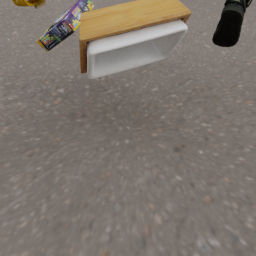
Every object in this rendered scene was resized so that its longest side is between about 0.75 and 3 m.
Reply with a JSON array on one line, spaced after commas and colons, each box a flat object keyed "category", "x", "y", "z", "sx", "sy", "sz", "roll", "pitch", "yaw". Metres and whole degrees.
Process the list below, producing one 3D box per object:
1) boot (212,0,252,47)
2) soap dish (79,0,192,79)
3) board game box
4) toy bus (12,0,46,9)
[{"category": "boot", "x": 3.236, "y": -3.549, "z": 8.472, "sx": 0.779, "sy": 2.070, "sz": 1.548, "roll": 18, "pitch": 77, "yaw": 9}, {"category": "soap dish", "x": -0.005, "y": -2.200, "z": 6.862, "sx": 2.560, "sy": 2.014, "sz": 1.040, "roll": -17, "pitch": 85, "yaw": -10}, {"category": "board game box", "x": -1.573, "y": -2.658, "z": 7.115, "sx": 1.138, "sy": 0.390, "sz": 1.376, "roll": -21, "pitch": 35, "yaw": 37}, {"category": "toy bus", "x": -1.644, "y": -2.357, "z": 4.766, "sx": 1.068, "sy": 0.585, "sz": 1.132, "roll": -12, "pitch": 39, "yaw": 17}]
